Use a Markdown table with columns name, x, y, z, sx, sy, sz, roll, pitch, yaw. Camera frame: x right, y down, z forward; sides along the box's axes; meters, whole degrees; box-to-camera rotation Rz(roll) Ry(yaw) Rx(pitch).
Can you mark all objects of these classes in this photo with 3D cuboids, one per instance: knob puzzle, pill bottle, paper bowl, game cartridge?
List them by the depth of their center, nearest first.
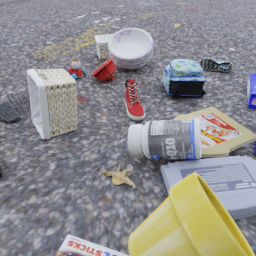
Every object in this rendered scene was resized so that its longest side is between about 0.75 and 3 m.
| name | x | y | z | sx | sy | sz | roll | pitch | yaw |
| --- | --- | --- | --- | --- | --- | --- | --- | --- | --- |
| game cartridge | 2.558 | 1.672 | 7.938 | 2.928 | 0.599 | 1.949 | -4 | 33 | -6 |
| pill bottle | 1.141 | 0.364 | 8.650 | 2.137 | 1.216 | 1.216 | -3 | 35 | 16 |
| knob puzzle | 2.530 | 0.303 | 9.847 | 3.112 | 0.432 | 3.112 | -6 | 33 | 4 |
| paper bowl | 0.158 | -4.078 | 14.829 | 2.345 | 1.220 | 2.345 | -1 | 60 | 2 |

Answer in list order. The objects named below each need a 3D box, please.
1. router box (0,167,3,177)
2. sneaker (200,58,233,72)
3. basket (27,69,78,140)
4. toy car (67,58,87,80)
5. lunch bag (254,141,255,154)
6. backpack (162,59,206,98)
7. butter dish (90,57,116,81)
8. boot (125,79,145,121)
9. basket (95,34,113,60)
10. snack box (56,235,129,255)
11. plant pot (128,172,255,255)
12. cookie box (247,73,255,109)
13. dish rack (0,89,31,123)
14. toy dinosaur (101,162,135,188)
| name | x | y | z | sx | sy | sz | roll | pitch | yaw |
| --- | --- | --- | --- | --- | --- | --- | --- | --- | --- |
| router box | -4.973 | 1.320 | 8.349 | 1.887 | 0.586 | 1.414 | -28 | 44 | -33 |
| sneaker | 4.654 | -3.296 | 14.830 | 1.662 | 0.652 | 0.748 | 15 | 19 | 16 |
| basket | -2.711 | -0.930 | 10.159 | 1.363 | 2.209 | 1.498 | -14 | 38 | -29 |
| toy car | -2.653 | -3.038 | 13.986 | 0.872 | 0.985 | 0.908 | 21 | 41 | 26 |
| lunch bag | 5.250 | 0.355 | 9.529 | 1.564 | 0.977 | 2.078 | 16 | 48 | 17 |
| backpack | 2.488 | -2.364 | 12.729 | 1.737 | 1.395 | 1.898 | -2 | 32 | -9 |
| butter dish | -1.028 | -2.701 | 13.680 | 1.226 | 0.909 | 1.230 | -30 | 16 | 31 |
| boot | 0.228 | -1.208 | 11.229 | 0.645 | 1.286 | 1.783 | -9 | 38 | -12 |
| basket | -0.937 | -4.694 | 16.163 | 1.771 | 1.093 | 1.200 | -10 | 37 | -12 |
| snack box | -0.411 | 3.142 | 6.093 | 2.513 | 0.306 | 0.904 | 12 | 38 | 16 |
| plant pot | 1.108 | 2.177 | 5.399 | 1.858 | 1.975 | 1.975 | -37 | 37 | 11 |
| cookie box | 6.121 | -1.535 | 12.109 | 1.730 | 0.760 | 2.022 | 11 | 38 | 15 |
| dish rack | -4.300 | -1.067 | 11.622 | 2.248 | 0.613 | 1.724 | -25 | 42 | -30 |
| toy dinosaur | -0.136 | 1.454 | 8.422 | 1.428 | 0.416 | 0.722 | 17 | 51 | 38 |
